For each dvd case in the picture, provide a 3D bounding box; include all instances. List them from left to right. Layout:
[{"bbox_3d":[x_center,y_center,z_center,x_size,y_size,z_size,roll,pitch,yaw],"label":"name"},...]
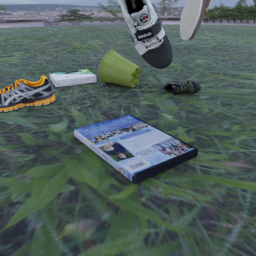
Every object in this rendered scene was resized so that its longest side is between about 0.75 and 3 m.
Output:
[{"bbox_3d":[0.108,0.363,7.192,1.967,0.242,2.757,-16,29,-33],"label":"dvd case"}]

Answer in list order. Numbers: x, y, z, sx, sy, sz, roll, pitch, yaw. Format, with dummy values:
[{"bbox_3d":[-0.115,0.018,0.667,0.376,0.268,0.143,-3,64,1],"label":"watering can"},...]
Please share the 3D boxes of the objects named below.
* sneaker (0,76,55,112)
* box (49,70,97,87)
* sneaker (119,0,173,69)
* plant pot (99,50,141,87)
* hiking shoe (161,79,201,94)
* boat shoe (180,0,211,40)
[{"bbox_3d":[-3.818,-1.210,9.729,2.445,0.944,0.957,-15,31,-25],"label":"sneaker"},{"bbox_3d":[-2.508,-2.286,12.719,1.844,0.335,1.331,-10,27,-23],"label":"box"},{"bbox_3d":[0.397,-2.648,7.302,0.937,2.530,1.120,-28,15,13],"label":"sneaker"},{"bbox_3d":[-0.244,-2.391,11.971,1.417,1.493,1.493,26,33,20],"label":"plant pot"},{"bbox_3d":[2.090,-1.529,10.997,1.502,0.569,0.756,9,35,37],"label":"hiking shoe"},{"bbox_3d":[2.605,-4.534,10.256,0.789,2.650,0.952,-1,20,-32],"label":"boat shoe"}]
